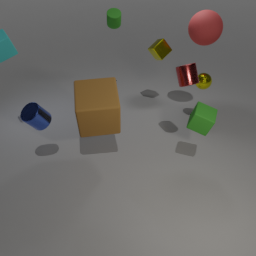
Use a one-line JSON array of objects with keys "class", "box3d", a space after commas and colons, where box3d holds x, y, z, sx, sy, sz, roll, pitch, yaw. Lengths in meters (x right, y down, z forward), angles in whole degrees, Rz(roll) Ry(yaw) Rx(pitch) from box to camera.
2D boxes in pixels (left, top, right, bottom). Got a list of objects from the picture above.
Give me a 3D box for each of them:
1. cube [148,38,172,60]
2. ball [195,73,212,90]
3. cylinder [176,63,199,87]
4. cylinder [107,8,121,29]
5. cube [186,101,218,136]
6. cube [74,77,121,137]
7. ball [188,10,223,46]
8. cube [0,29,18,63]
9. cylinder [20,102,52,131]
[{"class": "cube", "box3d": [1.468, -3.617, 12.925, 0.700, 0.700, 0.700, -44, 22, -3]}, {"class": "ball", "box3d": [3.190, -1.979, 11.846, 0.700, 0.700, 0.700, 0, 30, 0]}, {"class": "cylinder", "box3d": [2.056, -1.838, 9.693, 0.700, 0.700, 0.700, -13, 11, 3]}, {"class": "cylinder", "box3d": [-0.681, -5.314, 13.595, 0.700, 0.700, 0.700, 1, 63, -3]}, {"class": "cube", "box3d": [2.434, -0.306, 9.219, 0.700, 0.700, 0.700, 24, 47, 3]}, {"class": "cube", "box3d": [-1.024, -0.693, 9.455, 1.400, 1.400, 1.400, -6, 53, -6]}, {"class": "ball", "box3d": [3.211, -4.147, 11.621, 1.400, 1.400, 1.400, 0, 30, 0]}, {"class": "cube", "box3d": [-4.348, -2.823, 9.618, 0.700, 0.700, 0.700, -33, 55, -12]}, {"class": "cylinder", "box3d": [-2.948, -0.367, 9.003, 0.700, 0.700, 0.700, -10, 62, 19]}]
